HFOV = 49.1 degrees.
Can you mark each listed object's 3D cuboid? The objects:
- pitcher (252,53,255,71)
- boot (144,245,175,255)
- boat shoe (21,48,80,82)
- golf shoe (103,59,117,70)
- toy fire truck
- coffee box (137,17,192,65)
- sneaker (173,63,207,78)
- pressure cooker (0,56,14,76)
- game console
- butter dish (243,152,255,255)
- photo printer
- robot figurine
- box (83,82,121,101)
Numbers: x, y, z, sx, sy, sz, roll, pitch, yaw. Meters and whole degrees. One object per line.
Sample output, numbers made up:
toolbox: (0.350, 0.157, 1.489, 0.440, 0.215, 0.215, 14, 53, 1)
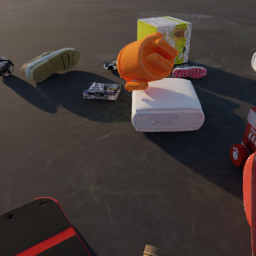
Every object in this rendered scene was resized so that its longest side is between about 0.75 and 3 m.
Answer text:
pitcher: (6.711, -2.728, 12.213, 2.148, 1.302, 1.843, 1, 39, -19)
boot: (0.998, 2.529, 4.496, 1.724, 0.635, 0.651, 13, 59, 20)
boat shoe: (-3.466, -3.029, 12.712, 0.989, 1.081, 2.891, 27, 41, 27)
golf shoe: (-0.594, -2.930, 13.260, 1.167, 0.454, 0.551, -14, 50, -15)
toy fire truck: (3.278, 0.498, 6.699, 0.991, 1.484, 1.767, -4, 32, -6)
coffee box: (1.716, -4.319, 13.941, 1.925, 1.944, 1.947, -15, 35, -22)
sneaker: (2.738, -2.588, 12.503, 1.485, 0.548, 0.649, 0, 38, 8)
pressure cooker: (-5.568, -2.741, 12.535, 0.799, 0.787, 0.895, -11, 33, -34)
game console: (-2.049, 2.391, 4.813, 2.555, 0.397, 2.260, -20, 42, -28)
butter dish: (3.108, 1.204, 5.454, 2.253, 2.246, 1.665, -5, 9, -7)
photo printer: (1.234, -0.908, 9.452, 2.184, 0.912, 2.626, -1, 32, 3)
robot figurine: (0.502, -2.085, 8.848, 1.365, 1.684, 2.341, -18, 11, -28)
box: (-0.983, -1.417, 10.850, 1.269, 0.316, 1.000, 6, 32, 10)
